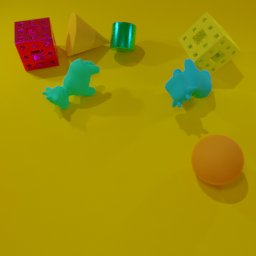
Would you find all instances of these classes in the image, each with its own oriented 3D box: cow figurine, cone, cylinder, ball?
[{"bbox_3d":[1.737,-1.128,7.735,1.623,0.891,1.597,21,48,-30],"label":"cow figurine"},{"bbox_3d":[-1.251,-3.005,9.437,1.396,1.391,1.391,4,53,-25],"label":"cone"},{"bbox_3d":[-0.159,-2.973,9.216,0.815,0.815,0.815,6,95,4],"label":"cylinder"},{"bbox_3d":[2.096,0.746,6.605,1.187,1.187,1.187,0,56,0],"label":"ball"},{"bbox_3d":[-1.643,-1.282,8.027,1.470,1.494,0.820,-4,33,-37],"label":"cow figurine"}]

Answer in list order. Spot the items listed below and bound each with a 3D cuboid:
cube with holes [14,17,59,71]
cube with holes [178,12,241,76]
[{"bbox_3d":[-2.924,-2.699,9.033,1.103,1.103,1.103,-11,56,-8],"label":"cube with holes"},{"bbox_3d":[2.502,-2.561,8.647,1.128,1.128,1.128,16,43,-44],"label":"cube with holes"}]
